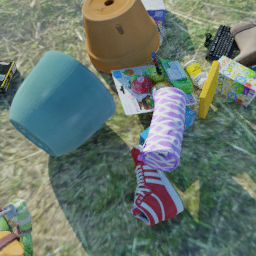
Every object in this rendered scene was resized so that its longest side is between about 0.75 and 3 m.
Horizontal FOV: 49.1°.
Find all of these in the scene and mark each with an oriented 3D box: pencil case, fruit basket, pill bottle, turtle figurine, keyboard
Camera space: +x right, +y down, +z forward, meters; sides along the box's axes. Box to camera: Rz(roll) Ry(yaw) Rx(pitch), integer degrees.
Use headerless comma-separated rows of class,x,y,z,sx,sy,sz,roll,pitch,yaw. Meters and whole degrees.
pencil case,0.921,-3.453,11.380,0.811,0.705,1.813,32,58,-10
fruit basket,0.849,-1.511,9.626,2.478,1.162,2.295,-6,50,-14
pill bottle,2.575,-1.984,10.459,0.602,0.602,1.070,-20,57,-13
turtle figurine,-3.327,2.416,6.262,2.887,2.977,2.143,20,92,38
pencil case,1.029,-0.012,7.940,1.098,1.078,2.568,11,52,7
keyboard,3.829,-3.606,11.737,1.322,0.282,2.202,20,58,16

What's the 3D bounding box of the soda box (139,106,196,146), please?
soda box,1.285,0.025,9.062,1.956,0.627,0.663,-37,63,-23

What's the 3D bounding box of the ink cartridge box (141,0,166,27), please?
ink cartridge box,0.675,-5.357,12.550,1.716,0.960,2.516,-4,54,-3

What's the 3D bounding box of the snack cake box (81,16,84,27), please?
snack cake box,-1.226,-4.927,12.530,1.540,0.518,0.886,7,55,5

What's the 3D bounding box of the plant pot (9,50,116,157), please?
plant pot,-2.099,-0.504,8.287,2.731,2.731,2.192,30,68,19

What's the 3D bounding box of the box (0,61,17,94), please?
box,-5.274,-1.967,10.568,1.715,0.423,1.369,5,57,3

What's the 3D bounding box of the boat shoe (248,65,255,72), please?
boat shoe,5.665,-2.233,10.506,2.581,0.926,0.875,-16,58,-2

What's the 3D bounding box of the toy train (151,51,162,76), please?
toy train,0.940,-2.189,9.422,0.167,0.224,0.980,-25,64,26

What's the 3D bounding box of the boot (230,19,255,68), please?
boot,4.736,-3.397,11.200,2.619,0.920,1.915,-20,60,-15

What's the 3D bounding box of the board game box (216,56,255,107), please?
board game box,3.837,-1.685,10.078,1.704,0.893,0.877,36,63,22

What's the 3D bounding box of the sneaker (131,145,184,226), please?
sneaker,0.401,1.586,7.874,1.308,0.829,2.326,-24,61,-20

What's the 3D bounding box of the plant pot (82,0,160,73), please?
plant pot,-0.398,-3.828,10.460,2.947,2.063,2.947,-7,57,11

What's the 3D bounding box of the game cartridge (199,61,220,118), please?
game cartridge,2.681,-1.224,9.303,0.246,1.339,1.519,19,67,22
